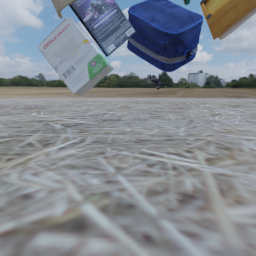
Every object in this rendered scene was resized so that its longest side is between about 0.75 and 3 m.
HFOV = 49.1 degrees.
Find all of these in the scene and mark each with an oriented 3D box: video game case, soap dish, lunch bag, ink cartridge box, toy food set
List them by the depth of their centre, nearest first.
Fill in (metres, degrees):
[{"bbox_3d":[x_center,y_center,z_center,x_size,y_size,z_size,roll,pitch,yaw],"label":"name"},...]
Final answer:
[{"bbox_3d":[-0.833,-3.135,5.211,1.905,1.367,0.575,-23,1,22],"label":"toy food set"},{"bbox_3d":[-1.279,-1.725,6.879,1.113,1.532,0.670,-40,-6,10],"label":"ink cartridge box"},{"bbox_3d":[-0.600,-2.701,6.911,1.090,1.526,0.145,-46,21,-20],"label":"video game case"},{"bbox_3d":[2.968,-3.582,7.771,0.814,1.577,2.005,34,-53,-27],"label":"soap dish"},{"bbox_3d":[1.377,-3.369,10.483,1.926,1.876,2.835,-32,56,-26],"label":"lunch bag"}]

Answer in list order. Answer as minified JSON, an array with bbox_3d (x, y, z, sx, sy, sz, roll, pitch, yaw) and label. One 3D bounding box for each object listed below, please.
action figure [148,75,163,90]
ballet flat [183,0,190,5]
[{"bbox_3d":[1.050,-1.878,11.224,0.753,0.490,0.261,35,-31,-31],"label":"action figure"},{"bbox_3d":[1.822,-4.145,8.785,0.295,0.273,0.875,-26,-3,6],"label":"ballet flat"}]
